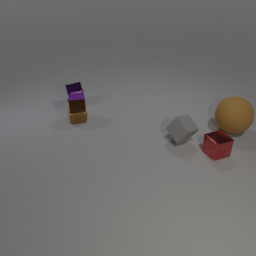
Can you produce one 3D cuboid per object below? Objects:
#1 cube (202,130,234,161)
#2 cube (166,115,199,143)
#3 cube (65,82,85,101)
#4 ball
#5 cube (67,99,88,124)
[{"bbox_3d":[3.043,0.587,9.538,0.700,0.700,0.700,-12,34,-19],"label":"cube"},{"bbox_3d":[1.949,0.026,10.005,0.700,0.700,0.700,-9,60,-45],"label":"cube"},{"bbox_3d":[-2.414,-1.578,12.868,0.700,0.700,0.700,-15,51,-11],"label":"cube"},{"bbox_3d":[4.004,-0.484,10.558,1.400,1.400,1.400,0,31,0],"label":"ball"},{"bbox_3d":[-2.052,-0.665,11.375,0.700,0.700,0.700,-9,61,-14],"label":"cube"}]
